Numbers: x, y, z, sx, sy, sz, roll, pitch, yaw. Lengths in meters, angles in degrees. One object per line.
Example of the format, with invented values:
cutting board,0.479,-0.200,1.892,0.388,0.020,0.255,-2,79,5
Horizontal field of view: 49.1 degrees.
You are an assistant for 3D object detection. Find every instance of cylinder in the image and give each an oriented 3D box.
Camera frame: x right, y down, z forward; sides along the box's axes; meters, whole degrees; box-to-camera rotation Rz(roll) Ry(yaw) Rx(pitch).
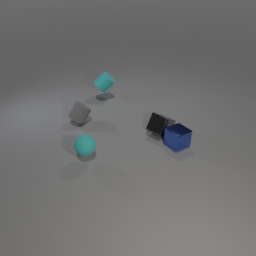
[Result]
cylinder,-1.956,-0.622,11.369,0.700,0.700,0.700,31,7,-4
cylinder,-1.086,-2.130,13.005,0.700,0.700,0.700,-41,28,16

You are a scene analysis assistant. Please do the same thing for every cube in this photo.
cube,1.785,0.340,10.071,0.700,0.700,0.700,-19,37,-29
cube,1.240,-0.120,10.603,0.700,0.700,0.700,29,12,36

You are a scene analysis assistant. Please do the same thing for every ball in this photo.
ball,-1.404,0.560,9.165,0.700,0.700,0.700,0,31,0
